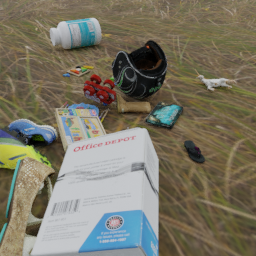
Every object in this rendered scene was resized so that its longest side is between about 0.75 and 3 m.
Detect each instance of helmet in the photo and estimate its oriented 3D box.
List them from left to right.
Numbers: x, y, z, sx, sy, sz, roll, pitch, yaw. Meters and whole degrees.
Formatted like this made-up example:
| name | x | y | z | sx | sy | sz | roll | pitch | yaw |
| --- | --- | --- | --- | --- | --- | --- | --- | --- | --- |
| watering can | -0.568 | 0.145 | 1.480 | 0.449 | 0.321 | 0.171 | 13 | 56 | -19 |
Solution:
| name | x | y | z | sx | sy | sz | roll | pitch | yaw |
| --- | --- | --- | --- | --- | --- | --- | --- | --- | --- |
| helmet | 0.373 | -2.040 | 10.144 | 2.001 | 1.908 | 2.001 | 6 | 69 | -17 |

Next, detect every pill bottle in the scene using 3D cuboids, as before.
| name | x | y | z | sx | sy | sz | roll | pitch | yaw |
| --- | --- | --- | --- | --- | --- | --- | --- | --- | --- |
| pill bottle | -2.801 | -5.009 | 14.938 | 2.519 | 1.395 | 1.395 | -16 | 37 | -23 |

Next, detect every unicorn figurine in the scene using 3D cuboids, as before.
| name | x | y | z | sx | sy | sz | roll | pitch | yaw |
| --- | --- | --- | --- | --- | --- | --- | --- | --- | --- |
| unicorn figurine | 3.424 | -1.821 | 11.134 | 1.485 | 0.548 | 1.020 | 9 | 23 | -12 |

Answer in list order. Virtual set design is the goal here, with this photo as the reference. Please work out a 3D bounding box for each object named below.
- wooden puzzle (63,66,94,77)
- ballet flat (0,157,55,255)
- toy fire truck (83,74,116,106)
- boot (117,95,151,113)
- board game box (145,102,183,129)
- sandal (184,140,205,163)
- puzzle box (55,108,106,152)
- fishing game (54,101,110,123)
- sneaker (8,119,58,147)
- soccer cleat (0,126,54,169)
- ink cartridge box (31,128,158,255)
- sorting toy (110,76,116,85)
| name | x | y | z | sx | sy | sz | roll | pitch | yaw |
| --- | --- | --- | --- | --- | --- | --- | --- | --- | --- |
| wooden puzzle | -2.196 | -2.563 | 12.466 | 0.914 | 0.158 | 1.355 | 16 | 38 | 22 |
| ballet flat | -1.860 | 1.781 | 5.080 | 0.900 | 0.972 | 2.756 | 14 | 54 | -15 |
| toy fire truck | -0.967 | -1.197 | 9.616 | 1.191 | 1.000 | 0.668 | 22 | 62 | 7 |
| boot | 0.169 | -0.819 | 9.769 | 1.111 | 0.367 | 0.973 | -2 | 41 | -5 |
| board game box | 1.225 | -0.444 | 9.303 | 0.891 | 0.186 | 1.318 | 15 | 36 | 20 |
| sandal | 1.812 | 0.605 | 7.749 | 0.362 | 0.231 | 0.964 | -8 | 35 | -12 |
| puzzle box | -1.357 | 0.021 | 8.208 | 1.282 | 0.245 | 1.927 | 1 | 34 | -25 |
| fishing game | -1.550 | -0.560 | 9.385 | 1.673 | 0.260 | 1.198 | 13 | 37 | 14 |
| sneaker | -2.850 | 0.178 | 8.061 | 1.522 | 0.598 | 0.679 | 8 | 33 | 12 |
| soccer cleat | -2.813 | 0.792 | 7.255 | 2.296 | 0.742 | 0.960 | 30 | 74 | 30 |
| ink cartridge box | -0.410 | 1.334 | 5.302 | 1.827 | 1.054 | 2.519 | -13 | 38 | 17 |
| sorting toy | -0.104 | -2.210 | 11.892 | 0.889 | 0.215 | 1.578 | 25 | 41 | 32 |
